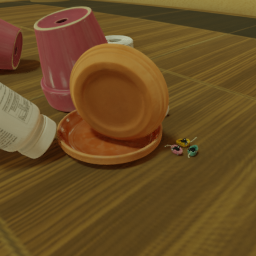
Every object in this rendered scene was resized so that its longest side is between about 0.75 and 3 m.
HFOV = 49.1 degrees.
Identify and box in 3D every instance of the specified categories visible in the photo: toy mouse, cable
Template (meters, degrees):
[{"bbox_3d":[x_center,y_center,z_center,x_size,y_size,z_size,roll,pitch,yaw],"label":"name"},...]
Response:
[{"bbox_3d":[1.432,0.563,7.098,0.928,0.180,0.825,-5,32,-7],"label":"toy mouse"},{"bbox_3d":[-0.712,-4.246,14.346,1.996,0.691,1.996,3,32,5],"label":"cable"}]

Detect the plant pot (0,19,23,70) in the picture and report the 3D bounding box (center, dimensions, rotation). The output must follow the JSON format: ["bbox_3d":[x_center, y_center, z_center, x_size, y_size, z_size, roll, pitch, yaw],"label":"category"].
[{"bbox_3d":[-5.862,-3.608,11.756,2.447,2.734,2.734,11,30,-11],"label":"plant pot"}]

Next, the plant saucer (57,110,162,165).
[{"bbox_3d":[-0.482,0.100,7.603,2.801,0.452,2.801,0,31,0],"label":"plant saucer"}]

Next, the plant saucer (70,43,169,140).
[{"bbox_3d":[-0.307,-0.697,6.614,2.493,2.493,0.467,10,34,15],"label":"plant saucer"}]

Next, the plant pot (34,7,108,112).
[{"bbox_3d":[-1.672,-2.320,9.022,2.805,2.511,2.805,-9,39,7],"label":"plant pot"}]

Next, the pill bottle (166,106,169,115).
[{"bbox_3d":[0.816,-0.710,8.826,0.512,0.512,0.936,-20,37,-29],"label":"pill bottle"}]

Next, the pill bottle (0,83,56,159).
[{"bbox_3d":[-2.819,-0.239,6.293,1.263,2.228,1.263,-27,44,30],"label":"pill bottle"}]
